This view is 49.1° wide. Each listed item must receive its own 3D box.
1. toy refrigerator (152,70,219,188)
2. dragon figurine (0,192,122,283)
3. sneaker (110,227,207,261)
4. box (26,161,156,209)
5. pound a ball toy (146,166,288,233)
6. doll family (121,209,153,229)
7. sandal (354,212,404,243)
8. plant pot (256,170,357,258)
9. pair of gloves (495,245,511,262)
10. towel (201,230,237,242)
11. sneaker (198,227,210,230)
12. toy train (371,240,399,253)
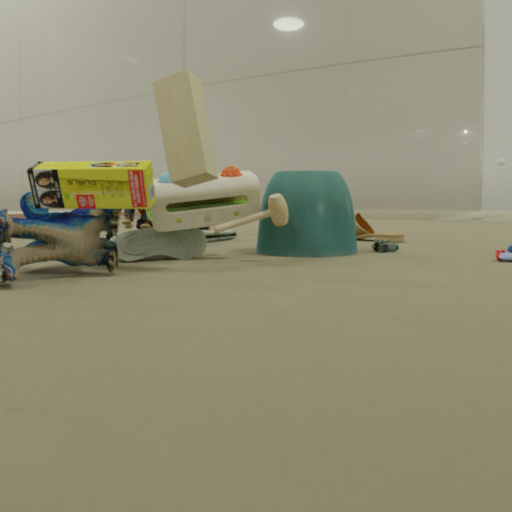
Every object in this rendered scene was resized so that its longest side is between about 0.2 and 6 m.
[{"bbox_3d":[-1.134,-2.039,9.128,0.654,1.724,0.603,-14,-7,17],"label":"toy refrigerator"},{"bbox_3d":[-3.230,-0.405,9.123,1.977,1.170,3.977,5,11,-11],"label":"dragon figurine"},{"bbox_3d":[-1.927,-0.258,10.954,1.964,0.750,0.791,-1,-4,-30],"label":"sneaker"},{"bbox_3d":[-2.461,-1.066,8.455,1.798,0.677,0.451,1,26,4],"label":"box"},{"bbox_3d":[-0.782,-1.103,10.564,2.450,1.041,1.598,-8,20,-16],"label":"pound a ball toy"},{"bbox_3d":[-2.518,-1.006,13.219,0.769,1.133,1.961,-7,-23,8],"label":"doll family"},{"bbox_3d":[2.934,-0.819,15.475,2.424,0.797,0.889,5,8,38],"label":"sandal"},{"bbox_3d":[1.103,-0.960,12.218,2.224,1.785,2.224,0,5,0],"label":"plant pot"},{"bbox_3d":[5.863,-0.054,10.774,2.111,0.299,2.626,4,8,33],"label":"pair of gloves"},{"bbox_3d":[-1.884,-0.593,15.460,2.012,0.361,2.090,3,8,28],"label":"towel"},{"bbox_3d":[-2.345,-1.140,17.337,1.853,1.038,0.719,-2,6,-15],"label":"sneaker"},{"bbox_3d":[2.848,-0.194,12.336,0.635,0.271,0.362,-2,18,-34],"label":"toy train"}]
